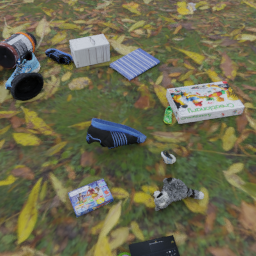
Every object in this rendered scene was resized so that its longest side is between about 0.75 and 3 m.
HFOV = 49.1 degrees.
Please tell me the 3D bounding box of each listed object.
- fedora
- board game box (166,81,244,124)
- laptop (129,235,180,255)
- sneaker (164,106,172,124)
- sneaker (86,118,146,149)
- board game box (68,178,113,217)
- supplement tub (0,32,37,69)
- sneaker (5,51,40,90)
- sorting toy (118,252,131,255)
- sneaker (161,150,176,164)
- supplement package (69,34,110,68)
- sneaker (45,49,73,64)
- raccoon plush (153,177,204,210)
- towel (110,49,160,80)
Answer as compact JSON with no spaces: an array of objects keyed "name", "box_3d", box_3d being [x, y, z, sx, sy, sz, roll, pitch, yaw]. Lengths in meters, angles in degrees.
[{"name":"fedora","box_3d":[-4.271,-1.832,11.601,1.493,1.493,0.682,-36,61,-29]},{"name":"board game box","box_3d":[3.132,-1.097,11.587,2.707,0.468,1.709,-9,48,-9]},{"name":"laptop","box_3d":[0.854,3.454,7.028,1.318,0.768,1.487,-6,54,-14]},{"name":"sneaker","box_3d":[1.593,-0.523,11.129,0.325,0.366,0.876,4,48,2]},{"name":"sneaker","box_3d":[-0.418,0.334,9.882,2.238,0.872,0.785,16,14,-29]},{"name":"board game box","box_3d":[-1.168,2.147,8.724,1.208,0.208,0.818,-19,50,-17]},{"name":"supplement tub","box_3d":[-5.348,-3.865,13.569,1.246,1.246,2.329,9,37,9]},{"name":"sneaker","box_3d":[-4.857,-2.604,12.589,0.937,1.075,2.390,8,49,8]},{"name":"sorting toy","box_3d":[-0.205,3.678,7.082,0.740,0.506,1.232,29,53,25]},{"name":"sneaker","box_3d":[1.300,1.013,9.307,0.374,1.032,0.371,-36,62,11]},{"name":"supplement package","box_3d":[-1.860,-3.795,13.758,1.736,1.019,1.015,-16,49,-15]},{"name":"sneaker","box_3d":[-3.510,-3.508,13.832,1.475,0.517,0.575,15,41,12]},{"name":"raccoon plush","box_3d":[1.501,2.143,8.449,1.505,0.728,1.008,14,56,12]},{"name":"towel","box_3d":[0.345,-3.140,13.733,2.103,0.251,1.523,-35,58,-26]}]
